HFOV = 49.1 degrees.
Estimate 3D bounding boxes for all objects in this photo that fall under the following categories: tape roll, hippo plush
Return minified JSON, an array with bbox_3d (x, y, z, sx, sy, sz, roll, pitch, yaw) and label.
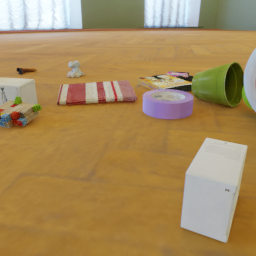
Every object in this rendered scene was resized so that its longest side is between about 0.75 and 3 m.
[{"bbox_3d":[1.181,-0.738,8.335,1.472,0.483,1.472,0,24,0],"label":"tape roll"},{"bbox_3d":[-2.334,-2.656,12.580,0.849,0.683,0.677,-8,24,-18],"label":"hippo plush"}]

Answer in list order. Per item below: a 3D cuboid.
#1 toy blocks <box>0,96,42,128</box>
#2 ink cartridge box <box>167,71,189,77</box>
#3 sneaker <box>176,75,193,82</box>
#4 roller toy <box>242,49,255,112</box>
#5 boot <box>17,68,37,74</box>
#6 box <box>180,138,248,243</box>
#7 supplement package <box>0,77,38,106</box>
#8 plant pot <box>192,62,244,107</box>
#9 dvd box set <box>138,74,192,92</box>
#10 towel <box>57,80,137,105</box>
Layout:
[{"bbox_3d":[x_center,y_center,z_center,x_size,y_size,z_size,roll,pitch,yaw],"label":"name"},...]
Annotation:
[{"bbox_3d":[-3.053,-0.349,7.431,1.281,0.640,0.876,9,36,23],"label":"toy blocks"},{"bbox_3d":[2.129,-2.410,12.649,1.160,0.215,0.549,7,24,22],"label":"ink cartridge box"},{"bbox_3d":[2.283,-2.041,11.691,0.889,0.312,0.365,-4,14,-22],"label":"sneaker"},{"bbox_3d":[4.345,-1.328,6.901,2.588,2.837,1.983,25,32,25],"label":"roller toy"},{"bbox_3d":[-4.802,-2.725,13.413,0.860,0.294,0.809,-6,15,-32],"label":"boot"},{"bbox_3d":[1.276,0.826,4.086,0.643,0.920,1.209,12,25,25],"label":"box"},{"bbox_3d":[-3.648,-1.043,8.603,1.422,0.831,0.834,5,24,13],"label":"supplement package"},{"bbox_3d":[2.831,-1.380,9.026,1.366,1.366,1.315,-21,19,-40],"label":"plant pot"},{"bbox_3d":[1.440,-1.716,10.877,1.407,0.283,1.923,-12,26,-24],"label":"dvd box set"},{"bbox_3d":[-1.087,-1.213,9.742,2.565,0.292,1.848,-5,26,-6],"label":"towel"}]
